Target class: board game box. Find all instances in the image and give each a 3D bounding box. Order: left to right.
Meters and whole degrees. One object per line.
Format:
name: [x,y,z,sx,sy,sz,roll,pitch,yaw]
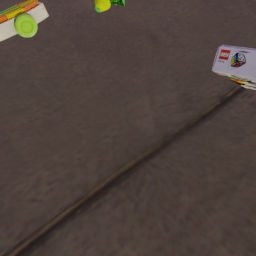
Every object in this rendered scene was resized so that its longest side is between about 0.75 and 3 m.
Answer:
board game box: [2.652,-0.629,3.932,2.473,0.428,1.561,23,12,39]

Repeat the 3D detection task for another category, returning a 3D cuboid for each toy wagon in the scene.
toy wagon: [-2.218,-1.516,4.475,1.907,0.377,1.480,-29,33,-11]

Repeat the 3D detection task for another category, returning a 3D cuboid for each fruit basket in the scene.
fruit basket: [-0.576,-3.360,7.301,0.947,0.683,0.947,0,88,12]
